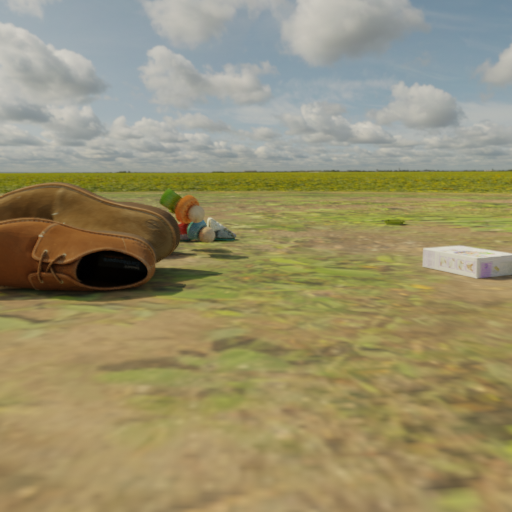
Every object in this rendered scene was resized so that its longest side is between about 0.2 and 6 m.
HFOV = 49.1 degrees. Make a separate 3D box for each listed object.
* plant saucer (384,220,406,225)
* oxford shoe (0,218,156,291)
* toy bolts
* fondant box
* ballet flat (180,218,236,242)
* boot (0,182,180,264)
[{"bbox_3d":[4.275,-1.030,17.298,0.555,0.133,0.556,5,10,29],"label":"plant saucer"},{"bbox_3d":[-2.665,0.039,7.340,2.701,0.963,0.963,0,13,-12],"label":"oxford shoe"},{"bbox_3d":[-1.395,-0.532,11.044,0.874,1.203,1.260,28,-4,26],"label":"toy bolts"},{"bbox_3d":[3.385,0.082,8.969,0.843,0.340,1.168,-4,8,-25],"label":"fondant box"},{"bbox_3d":[-1.220,-0.616,13.045,1.592,0.573,0.573,-2,9,-17],"label":"ballet flat"},{"bbox_3d":[-2.959,-0.391,8.845,3.282,1.208,1.239,7,25,11],"label":"boot"}]
